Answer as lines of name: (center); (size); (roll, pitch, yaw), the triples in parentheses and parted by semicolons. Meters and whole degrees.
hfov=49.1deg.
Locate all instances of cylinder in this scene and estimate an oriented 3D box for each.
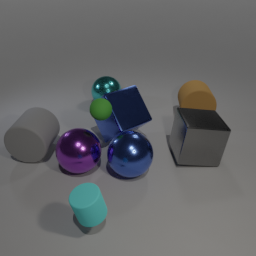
cylinder: (2.815, -1.122, 11.584); (1.400, 1.400, 1.400); (2, 26, 4)
cylinder: (-3.180, 0.213, 9.419); (1.400, 1.400, 1.400); (3, 31, 5)
cylinder: (-0.875, 1.699, 6.204); (0.700, 0.700, 0.700); (-9, 36, 7)

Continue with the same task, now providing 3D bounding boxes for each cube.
cube: (-0.273, -0.493, 10.038); (1.400, 1.400, 1.400); (-23, -6, -32)
cube: (2.282, 0.279, 9.200); (1.400, 1.400, 1.400); (4, 29, -7)

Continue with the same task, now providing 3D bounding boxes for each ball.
ball: (-1.518, 0.698, 8.640); (1.400, 1.400, 1.400); (0, 29, 0)
ball: (-0.844, -0.576, 8.699); (0.700, 0.700, 0.700); (0, 29, 0)
ball: (-0.987, -1.684, 12.892); (1.400, 1.400, 1.400); (0, 29, 0)
ball: (0.067, 0.786, 8.440); (1.400, 1.400, 1.400); (0, 29, 0)
